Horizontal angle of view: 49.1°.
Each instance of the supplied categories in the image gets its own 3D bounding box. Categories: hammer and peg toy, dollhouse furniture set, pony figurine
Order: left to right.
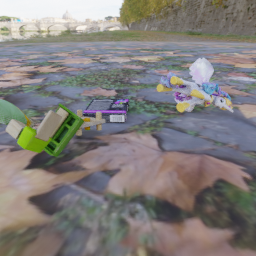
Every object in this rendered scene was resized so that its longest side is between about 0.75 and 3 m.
[{"bbox_3d":[-2.238,-0.424,6.061,2.071,1.040,1.357,34,-2,21],"label":"dollhouse furniture set"},{"bbox_3d":[-1.475,-0.175,7.485,1.455,0.513,1.070,8,14,36],"label":"hammer and peg toy"},{"bbox_3d":[2.073,-1.168,8.920,2.235,1.861,2.158,2,34,-35],"label":"pony figurine"}]

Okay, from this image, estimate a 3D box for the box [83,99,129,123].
[{"bbox_3d":[-0.669,-0.621,9.362,1.321,0.334,1.848,1,22,4],"label":"box"}]
